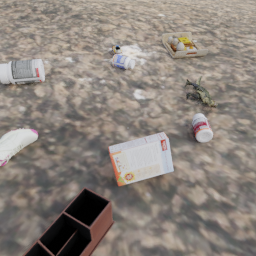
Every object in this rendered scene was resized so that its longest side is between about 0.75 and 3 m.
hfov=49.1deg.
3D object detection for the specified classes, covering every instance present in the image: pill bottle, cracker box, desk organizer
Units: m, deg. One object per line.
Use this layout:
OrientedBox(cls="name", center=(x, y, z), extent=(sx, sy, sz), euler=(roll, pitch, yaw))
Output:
OrientedBox(cls="pill bottle", center=(-5.290, -2.801, 14.022), extent=(2.014, 1.147, 1.147), euler=(-6, 42, -8))
OrientedBox(cls="pill bottle", center=(2.954, -0.034, 11.244), extent=(0.660, 0.660, 1.169), euler=(0, 41, 0))
OrientedBox(cls="cracker box", center=(0.443, 1.029, 9.277), extent=(1.950, 1.306, 0.563), euler=(-14, 26, -3))
OrientedBox(cls="desk organizer", center=(-1.596, 3.064, 7.349), extent=(1.054, 1.131, 2.938), euler=(22, 46, 23))
OrientedBox(cls="pill bottle", center=(-0.234, -3.601, 15.323), extent=(1.158, 0.649, 0.649), euler=(18, 44, 18))

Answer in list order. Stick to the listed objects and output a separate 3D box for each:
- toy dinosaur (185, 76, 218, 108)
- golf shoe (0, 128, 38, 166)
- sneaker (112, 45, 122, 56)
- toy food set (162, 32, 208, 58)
OrientedBox(cls="toy dinosaur", center=(3.318, -1.744, 13.237), extent=(1.217, 0.655, 2.761), euler=(8, 39, -13))
OrientedBox(cls="golf shoe", center=(-4.461, 0.850, 10.203), extent=(2.549, 0.960, 1.167), euler=(-22, 61, -19))
OrientedBox(cls="sneaker", center=(-0.624, -4.629, 16.476), extent=(0.549, 0.660, 1.464), euler=(-11, 43, -13))
OrientedBox(cls="toy food set", center=(3.369, -5.119, 16.900), extent=(1.972, 0.830, 2.748), euler=(-7, 42, -8))
